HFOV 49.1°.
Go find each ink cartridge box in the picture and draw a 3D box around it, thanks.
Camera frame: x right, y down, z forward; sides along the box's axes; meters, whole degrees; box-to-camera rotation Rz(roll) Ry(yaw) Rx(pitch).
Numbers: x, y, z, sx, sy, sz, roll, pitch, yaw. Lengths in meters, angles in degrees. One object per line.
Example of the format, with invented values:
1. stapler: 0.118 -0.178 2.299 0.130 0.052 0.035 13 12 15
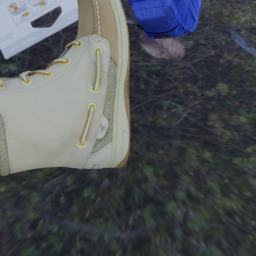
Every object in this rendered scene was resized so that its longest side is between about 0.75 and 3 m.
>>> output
1. ink cartridge box: -2.236 -3.388 6.726 2.863 2.485 0.623 -25 7 10

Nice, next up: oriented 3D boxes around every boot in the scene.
1. boot: -1.056 -0.696 3.574 2.034 2.617 0.952 -4 4 -22

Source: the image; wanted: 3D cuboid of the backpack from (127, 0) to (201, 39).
1. backpack: 0.879 -2.936 6.786 1.504 1.851 1.553 10 84 28
